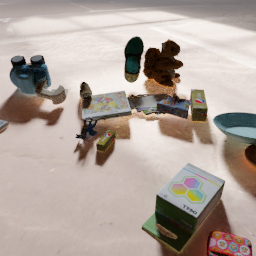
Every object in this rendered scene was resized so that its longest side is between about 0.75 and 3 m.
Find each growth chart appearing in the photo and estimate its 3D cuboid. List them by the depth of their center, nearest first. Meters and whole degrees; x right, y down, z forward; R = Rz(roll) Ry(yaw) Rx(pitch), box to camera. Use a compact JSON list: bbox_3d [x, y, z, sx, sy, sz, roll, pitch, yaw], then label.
[{"bbox_3d":[1.160,-1.066,12.331,2.737,0.243,1.981,-1,34,-2],"label":"growth chart"}]

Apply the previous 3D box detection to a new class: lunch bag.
[{"bbox_3d":[2.247,2.828,6.269,0.986,0.404,0.868,9,39,15],"label":"lunch bag"}]

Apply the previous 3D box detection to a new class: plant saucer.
[{"bbox_3d":[4.514,1.005,9.150,1.379,0.258,1.379,0,34,0],"label":"plant saucer"},{"bbox_3d":[4.392,0.073,10.097,2.659,0.512,2.659,1,21,0],"label":"plant saucer"}]

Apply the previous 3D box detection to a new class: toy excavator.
[{"bbox_3d":[-4.227,-2.079,13.114,2.788,1.432,2.868,-4,46,-2],"label":"toy excavator"}]

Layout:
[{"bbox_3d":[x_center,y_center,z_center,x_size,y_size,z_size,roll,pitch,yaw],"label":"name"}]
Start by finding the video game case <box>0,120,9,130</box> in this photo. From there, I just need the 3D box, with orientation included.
[{"bbox_3d":[-5.806,-0.072,10.879,1.835,0.165,1.314,15,36,21],"label":"video game case"}]

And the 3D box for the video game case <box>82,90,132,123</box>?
[{"bbox_3d":[-0.961,-0.970,11.921,1.974,0.248,2.169,-9,30,-3],"label":"video game case"}]

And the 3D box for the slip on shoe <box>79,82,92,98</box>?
[{"bbox_3d":[-1.956,-1.760,12.770,0.607,0.484,1.596,-16,21,-1],"label":"slip on shoe"}]

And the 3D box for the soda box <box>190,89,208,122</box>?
[{"bbox_3d":[2.965,-0.987,11.852,0.590,0.624,1.844,5,33,7],"label":"soda box"}]

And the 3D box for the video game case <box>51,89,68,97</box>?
[{"bbox_3d":[-3.310,-1.673,13.390,0.820,0.094,0.746,-2,33,-3],"label":"video game case"}]

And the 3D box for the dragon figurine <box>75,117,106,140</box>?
[{"bbox_3d":[-1.413,0.007,10.490,0.450,0.760,1.529,15,17,25],"label":"dragon figurine"}]

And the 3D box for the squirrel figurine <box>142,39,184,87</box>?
[{"bbox_3d":[1.712,-3.479,14.323,2.230,2.081,1.578,18,37,25],"label":"squirrel figurine"}]

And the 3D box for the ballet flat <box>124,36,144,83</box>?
[{"bbox_3d":[0.250,-3.450,14.246,1.043,1.043,2.952,3,54,4],"label":"ballet flat"}]

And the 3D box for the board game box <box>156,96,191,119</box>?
[{"bbox_3d":[1.893,-0.951,11.652,1.321,0.408,1.322,9,35,11],"label":"board game box"}]

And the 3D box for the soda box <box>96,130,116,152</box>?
[{"bbox_3d":[-0.776,0.451,9.951,0.319,0.302,0.942,12,36,19],"label":"soda box"}]

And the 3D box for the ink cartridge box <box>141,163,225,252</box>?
[{"bbox_3d":[1.485,1.942,7.331,1.182,0.675,2.277,25,41,33],"label":"ink cartridge box"}]
